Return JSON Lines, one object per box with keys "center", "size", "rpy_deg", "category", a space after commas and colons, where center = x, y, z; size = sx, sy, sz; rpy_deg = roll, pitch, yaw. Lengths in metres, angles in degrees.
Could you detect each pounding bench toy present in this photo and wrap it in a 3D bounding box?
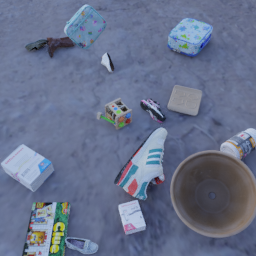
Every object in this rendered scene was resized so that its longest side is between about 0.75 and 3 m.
{"center": [-0.548, -0.454, 11.490], "size": [1.238, 0.769, 0.966], "rpy_deg": [-28, 57, -21], "category": "pounding bench toy"}

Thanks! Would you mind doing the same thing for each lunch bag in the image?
{"center": [-1.400, -3.240, 9.022], "size": [1.255, 1.007, 0.484], "rpy_deg": [-47, 38, 7], "category": "lunch bag"}
{"center": [3.334, -4.834, 14.924], "size": [1.881, 0.965, 2.340], "rpy_deg": [26, 55, 21], "category": "lunch bag"}

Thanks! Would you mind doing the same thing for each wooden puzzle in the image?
{"center": [2.527, -1.191, 12.404], "size": [1.304, 0.326, 1.408], "rpy_deg": [14, 57, 12], "category": "wooden puzzle"}

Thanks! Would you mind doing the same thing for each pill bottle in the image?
{"center": [4.278, 0.631, 10.565], "size": [1.451, 0.844, 0.844], "rpy_deg": [-29, 56, -22], "category": "pill bottle"}

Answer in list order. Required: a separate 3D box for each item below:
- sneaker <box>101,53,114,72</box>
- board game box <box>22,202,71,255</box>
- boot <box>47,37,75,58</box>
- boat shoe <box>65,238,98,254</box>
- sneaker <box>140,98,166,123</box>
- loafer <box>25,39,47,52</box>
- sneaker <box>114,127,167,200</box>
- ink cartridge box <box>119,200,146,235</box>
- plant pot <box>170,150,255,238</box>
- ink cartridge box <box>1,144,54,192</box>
{"center": [-1.042, -3.177, 14.031], "size": [0.504, 0.434, 1.191], "rpy_deg": [-30, 58, 22], "category": "sneaker"}
{"center": [-2.531, 3.446, 8.651], "size": [1.242, 0.278, 2.371], "rpy_deg": [0, 51, -2], "category": "board game box"}
{"center": [-3.483, -4.355, 14.899], "size": [1.538, 0.494, 1.433], "rpy_deg": [-6, 63, -16], "category": "boot"}
{"center": [-1.414, 3.551, 8.513], "size": [1.017, 0.326, 0.375], "rpy_deg": [12, 52, 10], "category": "boat shoe"}
{"center": [1.176, -0.849, 11.952], "size": [0.617, 0.574, 1.429], "rpy_deg": [-29, 58, -23], "category": "sneaker"}
{"center": [-4.868, -4.389, 14.978], "size": [1.238, 0.466, 0.431], "rpy_deg": [-28, 91, -23], "category": "loafer"}
{"center": [0.823, 1.280, 10.100], "size": [1.395, 1.050, 2.983], "rpy_deg": [39, 54, 3], "category": "sneaker"}
{"center": [0.121, 2.870, 9.033], "size": [0.668, 0.378, 0.912], "rpy_deg": [-13, 52, -10], "category": "ink cartridge box"}
{"center": [2.689, 2.082, 8.885], "size": [2.576, 1.189, 2.576], "rpy_deg": [-5, 71, 14], "category": "plant pot"}
{"center": [-3.591, 1.411, 10.059], "size": [1.481, 0.627, 1.070], "rpy_deg": [28, 56, 19], "category": "ink cartridge box"}
